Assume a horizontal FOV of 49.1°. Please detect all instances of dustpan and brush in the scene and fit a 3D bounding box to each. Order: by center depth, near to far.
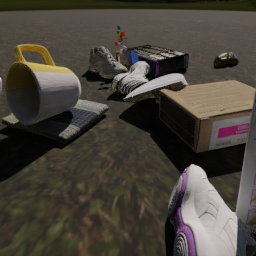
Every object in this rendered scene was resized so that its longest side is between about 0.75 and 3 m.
[{"bbox_3d":[1.247,-1.304,9.268,1.950,0.800,2.794,-14,18,28],"label":"dustpan and brush"}]

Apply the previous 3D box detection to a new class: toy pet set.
[{"bbox_3d":[-0.003,-3.388,12.054,0.862,1.516,1.624,-6,-8,-7],"label":"toy pet set"}]

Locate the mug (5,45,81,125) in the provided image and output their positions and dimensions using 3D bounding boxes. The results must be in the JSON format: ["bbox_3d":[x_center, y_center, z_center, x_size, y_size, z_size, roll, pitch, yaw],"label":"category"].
[{"bbox_3d":[-2.081,-1.152,7.289,1.524,1.903,1.562,16,22,36],"label":"mug"}]

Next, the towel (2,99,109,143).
[{"bbox_3d":[-2.012,-0.331,7.999,2.241,0.387,2.157,14,34,22],"label":"towel"}]

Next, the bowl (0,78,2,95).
[{"bbox_3d":[-5.397,-0.824,8.091,2.811,1.051,2.815,15,32,26],"label":"bowl"}]

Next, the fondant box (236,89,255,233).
[{"bbox_3d":[2.304,0.189,4.508,0.727,2.494,1.800,9,28,24],"label":"fondant box"}]

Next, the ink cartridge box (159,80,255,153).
[{"bbox_3d":[2.389,-0.432,7.398,2.561,0.962,2.110,-9,29,-16],"label":"ink cartridge box"}]

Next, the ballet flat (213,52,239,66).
[{"bbox_3d":[4.786,-3.347,13.500,1.556,0.563,0.528,-11,29,-21],"label":"ballet flat"}]

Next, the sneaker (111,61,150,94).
[{"bbox_3d":[0.485,-1.713,10.304,1.259,0.826,2.189,25,43,24],"label":"sneaker"}]

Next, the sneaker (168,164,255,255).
[{"bbox_3d":[1.214,1.440,4.206,1.124,0.845,2.256,17,30,-3],"label":"sneaker"}]

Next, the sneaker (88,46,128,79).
[{"bbox_3d":[-0.942,-2.822,11.872,0.925,1.124,2.445,-23,35,-36],"label":"sneaker"}]

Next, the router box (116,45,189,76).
[{"bbox_3d":[1.086,-3.242,13.113,2.092,0.716,2.805,-20,33,-34],"label":"router box"}]
